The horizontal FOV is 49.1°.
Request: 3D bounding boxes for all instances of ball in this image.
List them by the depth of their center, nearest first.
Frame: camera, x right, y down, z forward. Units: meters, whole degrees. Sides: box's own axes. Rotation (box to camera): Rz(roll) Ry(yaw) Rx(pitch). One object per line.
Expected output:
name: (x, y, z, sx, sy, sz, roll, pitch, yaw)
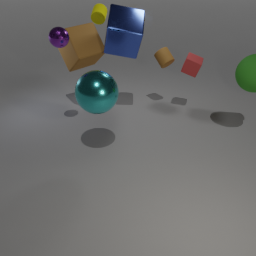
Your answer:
ball: (-1.000, -1.145, 8.997, 1.400, 1.400, 1.400, 0, 29, 0)
ball: (-2.366, -3.105, 9.608, 0.700, 0.700, 0.700, 0, 29, 0)
ball: (4.694, -2.009, 10.312, 1.400, 1.400, 1.400, 0, 29, 0)

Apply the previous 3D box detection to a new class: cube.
cube: (-0.164, -3.892, 11.370, 1.400, 1.400, 1.400, 9, 61, -6)
cube: (-2.044, -3.494, 12.168, 1.400, 1.400, 1.400, -26, 1, -31)
cube: (2.847, -2.798, 12.418, 0.700, 0.700, 0.700, 24, 42, 3)

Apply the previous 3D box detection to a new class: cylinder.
cylinder: (1.658, -3.208, 12.781, 0.700, 0.700, 0.700, -25, 81, -37)
cylinder: (-1.373, -5.424, 13.335, 0.700, 0.700, 0.700, 3, 55, 6)
